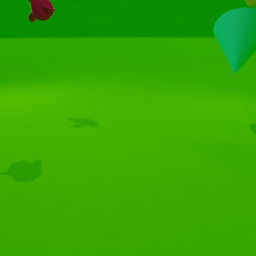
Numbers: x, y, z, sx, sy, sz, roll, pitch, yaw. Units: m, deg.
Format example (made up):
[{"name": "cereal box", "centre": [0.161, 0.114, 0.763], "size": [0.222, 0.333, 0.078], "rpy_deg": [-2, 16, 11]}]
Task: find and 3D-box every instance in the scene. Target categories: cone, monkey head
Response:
[{"name": "cone", "centre": [3.091, -2.154, 7.839], "size": [1.584, 1.584, 1.590], "rpy_deg": [8, 65, 22]}, {"name": "monkey head", "centre": [-2.863, -3.829, 8.851], "size": [1.314, 0.792, 0.945], "rpy_deg": [-3, 4, 40]}]

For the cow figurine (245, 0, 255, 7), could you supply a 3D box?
[{"name": "cow figurine", "centre": [4.069, -3.824, 7.809], "size": [1.628, 0.894, 1.602], "rpy_deg": [-7, 51, 41]}]
